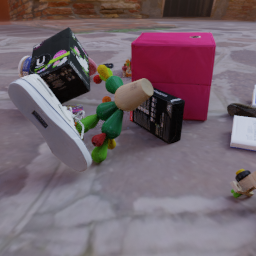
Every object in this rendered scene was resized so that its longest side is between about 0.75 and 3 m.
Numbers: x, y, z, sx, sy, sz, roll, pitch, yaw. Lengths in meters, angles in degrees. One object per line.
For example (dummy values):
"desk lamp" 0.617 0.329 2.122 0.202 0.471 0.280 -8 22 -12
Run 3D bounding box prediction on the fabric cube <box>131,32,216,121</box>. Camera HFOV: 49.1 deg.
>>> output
"fabric cube" 1.548 -1.938 9.837 2.538 2.546 2.498 5 27 10

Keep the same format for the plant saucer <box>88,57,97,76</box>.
"plant saucer" -2.513 -2.939 13.133 2.145 0.544 2.145 16 -12 4

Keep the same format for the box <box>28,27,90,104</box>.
"box" -2.467 -2.213 10.241 1.703 1.425 2.292 -21 47 14

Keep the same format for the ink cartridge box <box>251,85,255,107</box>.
"ink cartridge box" 5.650 -0.770 9.684 2.552 0.607 2.582 12 25 21

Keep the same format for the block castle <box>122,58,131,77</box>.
"block castle" 0.319 -3.113 14.339 1.031 0.724 1.543 6 27 13

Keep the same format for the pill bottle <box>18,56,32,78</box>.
"pill bottle" -3.542 -2.461 12.346 2.269 1.259 1.259 10 28 19

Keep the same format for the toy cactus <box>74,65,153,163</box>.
"toy cactus" -0.465 -0.659 7.200 2.391 1.482 2.898 -26 40 39

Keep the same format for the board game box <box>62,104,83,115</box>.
"board game box" -2.169 -0.620 9.853 1.173 0.189 0.704 -6 31 -12

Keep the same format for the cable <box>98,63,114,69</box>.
"cable" -1.222 -3.478 15.732 0.891 0.226 0.727 -18 26 -29

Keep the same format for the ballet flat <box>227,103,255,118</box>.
"ballet flat" 4.033 -0.448 9.021 0.439 0.639 1.895 -20 26 -22

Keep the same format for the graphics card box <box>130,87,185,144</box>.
"graphics card box" 0.795 -0.501 8.348 0.508 1.252 1.996 -13 28 -30

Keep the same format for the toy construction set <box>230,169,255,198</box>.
"toy construction set" 2.545 1.228 5.096 1.731 1.330 1.444 -11 68 -58

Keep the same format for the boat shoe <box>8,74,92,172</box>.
"boat shoe" -1.522 -0.189 6.358 0.903 2.444 1.042 -32 12 40

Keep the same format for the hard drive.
"hard drive" 3.901 0.221 7.728 1.939 0.246 1.279 9 40 19
